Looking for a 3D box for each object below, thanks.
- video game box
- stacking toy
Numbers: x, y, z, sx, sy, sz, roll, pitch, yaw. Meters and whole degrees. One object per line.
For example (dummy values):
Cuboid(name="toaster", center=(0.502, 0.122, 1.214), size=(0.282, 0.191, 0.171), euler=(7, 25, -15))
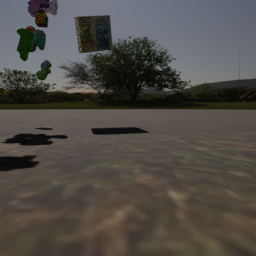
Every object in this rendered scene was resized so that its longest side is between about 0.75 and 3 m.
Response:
Cuboid(name="video game box", center=(-1.162, -3.270, 9.732), size=(1.301, 1.185, 0.305), euler=(-19, 21, -33))
Cuboid(name="stacking toy", center=(-2.654, -3.006, 7.976), size=(0.687, 2.923, 2.204), euler=(4, -7, -2))
